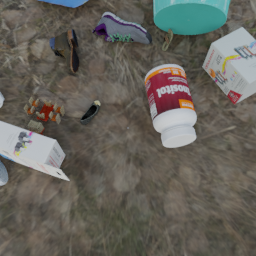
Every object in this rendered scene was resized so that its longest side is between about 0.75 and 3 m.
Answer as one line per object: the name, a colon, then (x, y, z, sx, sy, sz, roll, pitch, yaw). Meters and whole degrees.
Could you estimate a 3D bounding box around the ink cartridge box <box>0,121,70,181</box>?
ink cartridge box: (-2.550, 0.662, 7.725, 2.154, 1.240, 0.731, 18, 67, 8)

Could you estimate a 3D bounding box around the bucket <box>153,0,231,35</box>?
bucket: (2.056, -4.322, 9.126, 2.729, 2.729, 1.775, 5, 87, 2)

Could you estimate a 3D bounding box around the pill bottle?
pill bottle: (1.289, -0.640, 8.298, 1.274, 1.274, 2.256, -8, 67, -4)

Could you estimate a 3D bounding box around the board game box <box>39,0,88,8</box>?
board game box: (-2.291, -5.430, 10.888, 2.654, 0.517, 2.096, 17, 72, 14)

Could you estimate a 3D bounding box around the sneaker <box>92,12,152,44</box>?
sneaker: (-0.212, -3.234, 9.833, 2.190, 0.815, 0.958, 32, 80, 25)

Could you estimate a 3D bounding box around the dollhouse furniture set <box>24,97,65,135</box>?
dollhouse furniture set: (-2.615, -0.316, 8.576, 1.090, 0.562, 1.078, 15, 59, 9)

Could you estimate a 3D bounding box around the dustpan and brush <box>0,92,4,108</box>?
dustpan and brush: (-5.340, -0.706, 8.740, 2.585, 0.740, 1.804, -31, 70, -20)

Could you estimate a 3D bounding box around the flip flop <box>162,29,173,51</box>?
flip flop: (1.331, -3.040, 9.688, 0.223, 0.776, 0.315, 1, 38, -30)

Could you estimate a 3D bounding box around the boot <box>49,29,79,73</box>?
boot: (-2.193, -2.528, 9.558, 0.909, 0.701, 1.876, -12, 57, 7)

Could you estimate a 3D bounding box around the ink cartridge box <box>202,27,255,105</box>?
ink cartridge box: (3.493, -1.966, 8.881, 1.279, 1.285, 1.769, -29, 69, -12)

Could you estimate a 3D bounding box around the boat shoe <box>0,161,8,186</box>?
boat shoe: (-4.011, 1.054, 7.995, 0.524, 0.608, 1.688, -45, 66, 4)

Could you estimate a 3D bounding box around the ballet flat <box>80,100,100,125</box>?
ballet flat: (-1.160, -0.488, 8.777, 0.319, 0.272, 0.959, 27, 69, 12)
